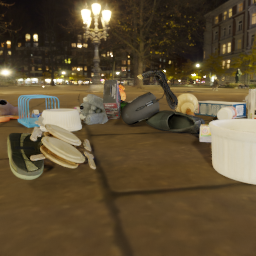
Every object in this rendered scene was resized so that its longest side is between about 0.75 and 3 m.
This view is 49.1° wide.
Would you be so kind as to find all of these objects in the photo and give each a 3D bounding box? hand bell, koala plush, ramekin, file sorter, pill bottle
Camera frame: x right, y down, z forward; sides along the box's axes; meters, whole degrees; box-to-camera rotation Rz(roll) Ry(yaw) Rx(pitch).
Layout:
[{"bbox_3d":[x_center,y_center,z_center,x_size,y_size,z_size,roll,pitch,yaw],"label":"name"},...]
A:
[{"bbox_3d":[3.073,-0.834,14.245,1.281,1.281,2.460,1,22,6],"label":"hand bell"},{"bbox_3d":[-1.673,-0.820,12.929,1.524,1.351,1.400,9,1,45],"label":"koala plush"},{"bbox_3d":[-2.664,-0.338,11.129,1.654,0.770,1.654,0,9,0],"label":"ramekin"},{"bbox_3d":[2.717,0.423,5.757,2.072,1.010,2.072,1,9,0],"label":"ramekin"},{"bbox_3d":[-4.034,-0.815,12.574,1.430,1.264,2.061,-7,12,-32],"label":"file sorter"},{"bbox_3d":[4.710,-0.659,13.364,0.695,0.695,1.239,7,12,35],"label":"pill bottle"}]

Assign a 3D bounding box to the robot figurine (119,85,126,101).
[{"bbox_3d":[-0.541,-1.608,13.453,0.805,0.652,1.119,-29,48,-16],"label":"robot figurine"}]

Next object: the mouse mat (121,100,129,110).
[{"bbox_3d":[-0.057,-0.946,13.457,2.772,0.104,2.231,17,-9,-32],"label":"mouse mat"}]

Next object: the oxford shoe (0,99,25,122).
[{"bbox_3d":[-5.998,-0.950,14.067,1.007,1.029,2.823,0,9,2],"label":"oxford shoe"}]

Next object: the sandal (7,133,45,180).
[{"bbox_3d":[-2.277,0.607,6.170,0.813,0.584,2.048,7,21,-19],"label":"sandal"}]

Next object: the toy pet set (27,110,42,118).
[{"bbox_3d":[-4.677,-0.575,14.289,0.802,0.426,0.749,-2,-26,-32],"label":"toy pet set"}]

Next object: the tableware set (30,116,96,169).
[{"bbox_3d":[-1.619,0.447,6.653,1.520,0.461,2.299,29,6,-17],"label":"tableware set"}]

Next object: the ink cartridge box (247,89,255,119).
[{"bbox_3d":[5.909,-0.911,12.081,0.668,1.593,1.398,-3,10,-17],"label":"ink cartridge box"}]

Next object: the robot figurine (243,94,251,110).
[{"bbox_3d":[7.568,-1.397,15.250,2.288,1.523,2.698,12,6,-20],"label":"robot figurine"}]

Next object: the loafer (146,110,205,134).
[{"bbox_3d":[1.605,-0.275,10.264,2.422,0.822,0.850,11,-5,40],"label":"loafer"}]

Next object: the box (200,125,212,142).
[{"bbox_3d":[2.765,0.177,8.861,0.962,0.488,0.541,3,9,17],"label":"box"}]

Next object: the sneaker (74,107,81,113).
[{"bbox_3d":[-2.690,-1.059,16.688,1.140,0.458,0.504,5,3,33],"label":"sneaker"}]

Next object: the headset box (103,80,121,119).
[{"bbox_3d":[-0.599,-1.098,10.658,0.527,1.044,1.405,-1,-26,5],"label":"headset box"}]

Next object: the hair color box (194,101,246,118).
[{"bbox_3d":[5.027,-1.052,15.482,1.271,0.769,2.541,-7,11,-35],"label":"hair color box"}]

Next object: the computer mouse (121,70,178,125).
[{"bbox_3d":[0.524,-1.137,10.551,2.426,1.704,0.558,-20,2,28],"label":"computer mouse"}]
